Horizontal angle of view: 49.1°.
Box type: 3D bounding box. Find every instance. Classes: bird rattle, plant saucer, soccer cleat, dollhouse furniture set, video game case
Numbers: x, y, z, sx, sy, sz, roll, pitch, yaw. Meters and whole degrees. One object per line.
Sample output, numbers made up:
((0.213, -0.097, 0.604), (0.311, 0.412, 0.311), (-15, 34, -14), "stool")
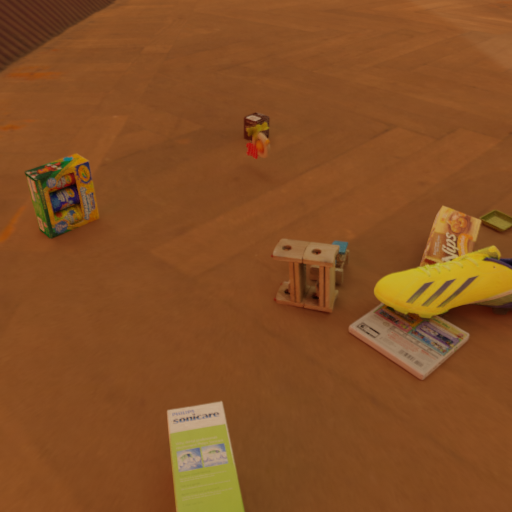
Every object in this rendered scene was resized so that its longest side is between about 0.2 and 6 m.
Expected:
((0.050, -2.644, 13.311), (0.534, 0.947, 0.772), (-19, 52, -28), "bird rattle")
((5.140, -0.718, 11.882), (0.593, 0.142, 0.593), (-24, 42, -30), "plant saucer")
((3.406, 0.340, 9.286), (2.993, 1.252, 0.968), (-1, 31, -10), "soccer cleat")
((1.000, 0.058, 9.952), (1.053, 1.059, 1.503), (8, 37, 17), "dollhouse furniture set")
((2.472, 1.256, 9.094), (1.311, 0.159, 1.441), (-28, 44, -33), "video game case")

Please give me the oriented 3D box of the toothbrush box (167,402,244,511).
((-0.555, 2.666, 6.234), (0.697, 1.179, 1.619), (-8, 36, -11), "toothbrush box")

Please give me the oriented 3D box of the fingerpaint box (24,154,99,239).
((-3.940, -1.220, 11.493), (0.516, 1.406, 1.173), (31, 45, 34), "fingerpaint box")

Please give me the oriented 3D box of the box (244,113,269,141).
((0.008, -3.531, 15.411), (0.523, 0.630, 0.517), (27, 43, 31), "box")

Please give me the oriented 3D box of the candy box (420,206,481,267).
((3.658, -0.228, 10.526), (0.786, 0.377, 1.361), (23, 59, 9), "candy box")
